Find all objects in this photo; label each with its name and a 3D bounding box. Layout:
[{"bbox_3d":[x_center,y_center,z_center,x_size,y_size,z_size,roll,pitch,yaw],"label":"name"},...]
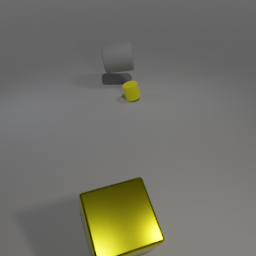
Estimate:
[{"bbox_3d":[-0.467,-3.480,13.854,1.400,1.400,1.400,-6,33,5],"label":"cylinder"},{"bbox_3d":[0.161,-1.720,12.966,0.700,0.700,0.700,-13,33,9],"label":"cylinder"},{"bbox_3d":[-0.222,2.101,6.118,1.400,1.400,1.400,-13,62,-15],"label":"cube"}]
